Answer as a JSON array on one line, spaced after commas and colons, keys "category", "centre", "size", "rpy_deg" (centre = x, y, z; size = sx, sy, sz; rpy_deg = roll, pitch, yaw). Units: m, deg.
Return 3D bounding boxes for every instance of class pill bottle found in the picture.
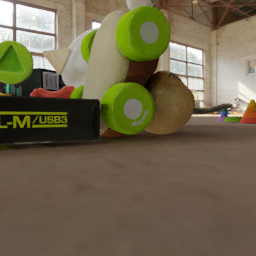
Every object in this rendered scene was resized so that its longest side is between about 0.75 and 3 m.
[{"category": "pill bottle", "centre": [-0.261, -1.119, 7.475], "size": [1.723, 1.723, 2.879], "rpy_deg": [1, -19, 25]}]

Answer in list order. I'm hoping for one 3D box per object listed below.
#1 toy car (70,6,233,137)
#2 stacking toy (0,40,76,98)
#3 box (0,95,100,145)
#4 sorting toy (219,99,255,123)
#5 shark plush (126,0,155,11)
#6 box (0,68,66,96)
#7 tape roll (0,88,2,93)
[{"category": "toy car", "centre": [0.572, -0.743, 5.224], "size": [2.681, 2.116, 2.203], "rpy_deg": [11, 3, -27]}, {"category": "stacking toy", "centre": [-2.112, -0.872, 6.388], "size": [2.154, 1.950, 0.910], "rpy_deg": [4, 4, -2]}, {"category": "box", "centre": [-2.174, -0.139, 4.115], "size": [2.691, 0.662, 2.787], "rpy_deg": [1, 2, -30]}, {"category": "sorting toy", "centre": [4.888, -0.736, 12.368], "size": [1.011, 1.004, 2.915], "rpy_deg": [-1, 4, -10]}, {"category": "shark plush", "centre": [0.486, -3.333, 7.490], "size": [1.082, 2.382, 0.992], "rpy_deg": [-21, 27, 20]}, {"category": "box", "centre": [-2.866, -0.861, 8.589], "size": [2.593, 1.612, 1.926], "rpy_deg": [2, 3, 31]}, {"category": "tape roll", "centre": [-4.446, -0.488, 6.844], "size": [2.528, 1.074, 2.528], "rpy_deg": [0, 2, 0]}]
